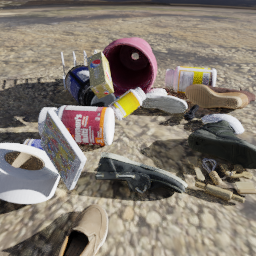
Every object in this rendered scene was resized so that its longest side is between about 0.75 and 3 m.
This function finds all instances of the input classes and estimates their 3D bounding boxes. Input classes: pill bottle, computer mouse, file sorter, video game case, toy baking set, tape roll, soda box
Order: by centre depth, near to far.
[{"bbox_3d":[-1.767,0.603,7.358,0.192,1.528,1.679,-22,64,-37],"label":"video game case"},{"bbox_3d":[-3.046,1.238,8.003,2.185,0.764,2.185,21,13,-5],"label":"tape roll"},{"bbox_3d":[2.856,1.566,8.847,2.264,0.263,1.737,13,30,21],"label":"toy baking set"},{"bbox_3d":[-2.768,0.819,9.503,1.438,0.832,0.832,2,30,4],"label":"pill bottle"},{"bbox_3d":[-1.886,-0.112,10.491,2.608,1.429,1.429,3,30,5],"label":"pill bottle"},{"bbox_3d":[-0.003,-1.017,11.483,1.476,0.806,0.806,-38,40,-9],"label":"pill bottle"},{"bbox_3d":[-1.174,-2.240,11.698,0.720,0.680,2.126,-23,47,12],"label":"soda box"},{"bbox_3d":[3.641,-0.403,11.801,2.527,0.554,1.386,19,30,29],"label":"computer mouse"},{"bbox_3d":[-1.760,-1.744,13.055,1.603,1.603,2.867,-16,38,-25],"label":"pill bottle"},{"bbox_3d":[3.229,-2.487,14.619,2.508,1.370,1.370,7,31,11],"label":"pill bottle"},{"bbox_3d":[-2.328,-3.357,15.802,2.722,1.695,1.889,-7,31,-12],"label":"file sorter"}]

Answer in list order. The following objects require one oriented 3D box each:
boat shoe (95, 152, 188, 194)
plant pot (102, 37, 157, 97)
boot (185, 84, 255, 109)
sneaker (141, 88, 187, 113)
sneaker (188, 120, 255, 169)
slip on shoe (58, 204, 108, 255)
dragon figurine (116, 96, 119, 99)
[{"bbox_3d":[0.365,1.547,8.449,2.777,0.997,0.939,15,71,11],"label":"boat shoe"},{"bbox_3d":[0.134,-3.356,14.365,2.907,2.907,2.602,6,36,10],"label":"plant pot"},{"bbox_3d":[4.543,-1.573,13.790,2.895,1.047,2.408,21,24,34],"label":"boot"},{"bbox_3d":[1.824,-1.405,13.300,2.284,0.841,1.320,13,36,23],"label":"sneaker"},{"bbox_3d":[3.671,0.464,9.887,2.737,1.046,1.568,18,41,37],"label":"sneaker"},{"bbox_3d":[-1.079,2.584,6.592,0.896,0.714,2.356,9,31,14],"label":"slip on shoe"},{"bbox_3d":[-0.552,-1.332,13.468,0.318,0.537,1.080,-23,37,-34],"label":"dragon figurine"}]
